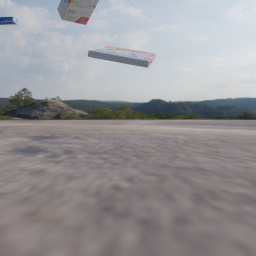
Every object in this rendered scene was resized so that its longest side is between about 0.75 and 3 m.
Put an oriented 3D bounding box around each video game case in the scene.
[{"bbox_3d":[-0.063,-1.858,7.130,1.419,0.173,1.984,12,21,5],"label":"video game case"}]

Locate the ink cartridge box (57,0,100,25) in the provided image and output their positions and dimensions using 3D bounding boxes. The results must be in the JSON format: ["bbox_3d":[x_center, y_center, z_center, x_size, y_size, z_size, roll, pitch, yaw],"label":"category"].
[{"bbox_3d":[-1.212,-3.429,7.336,0.785,0.455,1.347,-4,-29,-41],"label":"ink cartridge box"}]

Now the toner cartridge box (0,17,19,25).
[{"bbox_3d":[-4.419,-3.812,9.977,0.881,0.190,0.418,0,9,6],"label":"toner cartridge box"}]
